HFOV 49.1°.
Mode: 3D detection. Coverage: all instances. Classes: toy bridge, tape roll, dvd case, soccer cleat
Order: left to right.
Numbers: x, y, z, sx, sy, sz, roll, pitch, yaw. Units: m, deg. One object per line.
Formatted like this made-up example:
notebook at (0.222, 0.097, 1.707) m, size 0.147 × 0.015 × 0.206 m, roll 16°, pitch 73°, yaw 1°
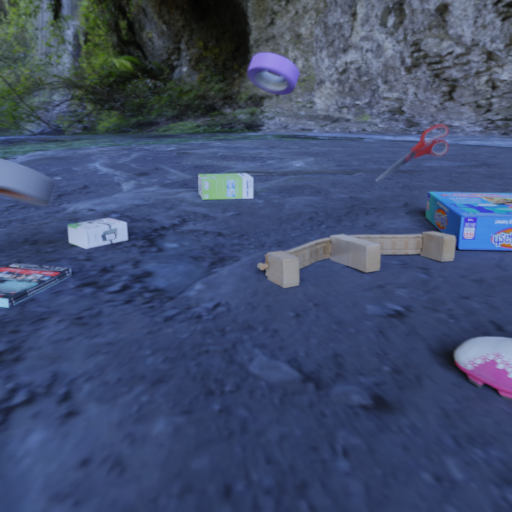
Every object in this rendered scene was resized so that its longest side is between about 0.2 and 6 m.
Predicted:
dvd case at (-3.860, 0.431, 8.846) m, size 1.144 × 0.172 × 1.566 m, roll 4°, pitch 15°, yaw 15°
tape roll at (-3.874, -1.180, 8.916) m, size 1.195 × 0.395 × 1.195 m, roll 16°, pitch -9°, yaw 3°
tape roll at (0.343, -3.684, 11.372) m, size 1.005 × 0.330 × 1.005 m, roll 17°, pitch -10°, yaw 3°
toy bridge at (1.706, -0.054, 9.953) m, size 3.695 × 0.503 × 1.242 m, roll -7°, pitch 15°, yaw -24°
soccer cleat at (3.127, 0.971, 5.332) m, size 2.384 × 1.029 × 0.833 m, roll 12°, pitch 20°, yaw 39°

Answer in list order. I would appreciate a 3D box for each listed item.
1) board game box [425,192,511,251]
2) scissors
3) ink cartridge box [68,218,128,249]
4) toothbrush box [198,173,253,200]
board game box at (5.253, -0.814, 12.226) m, size 2.420 × 0.716 × 3.182 m, roll 2°, pitch 16°, yaw 5°
scissors at (3.217, -2.161, 11.655) m, size 1.812 × 0.663 × 0.126 m, roll -23°, pitch 23°, yaw -6°
ink cartridge box at (-3.275, -0.479, 11.614) m, size 0.716 × 0.414 × 0.984 m, roll 14°, pitch 21°, yaw 41°
toothbrush box at (-0.938, -2.112, 16.953) m, size 1.541 × 0.663 × 1.122 m, roll -4°, pitch 16°, yaw -11°
